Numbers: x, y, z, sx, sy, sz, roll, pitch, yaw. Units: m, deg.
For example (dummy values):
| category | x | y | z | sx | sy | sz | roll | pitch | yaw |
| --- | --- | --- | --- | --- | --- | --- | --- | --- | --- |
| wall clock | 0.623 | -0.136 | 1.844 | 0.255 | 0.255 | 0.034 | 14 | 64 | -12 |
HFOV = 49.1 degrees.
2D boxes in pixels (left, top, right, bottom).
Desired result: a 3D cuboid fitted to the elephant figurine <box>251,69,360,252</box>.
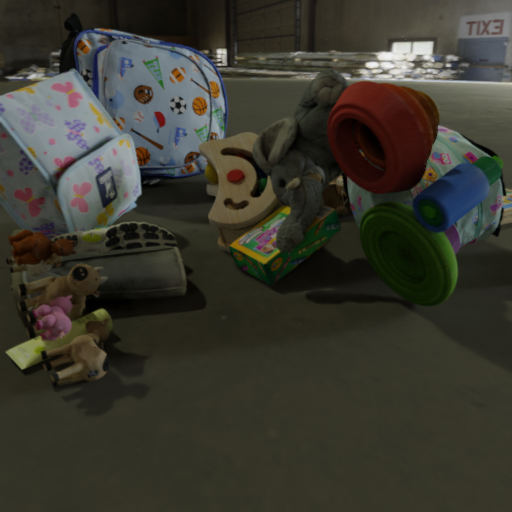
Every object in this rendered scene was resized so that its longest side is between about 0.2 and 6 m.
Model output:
| category | x | y | z | sx | sy | sz | roll | pitch | yaw |
| --- | --- | --- | --- | --- | --- | --- | --- | --- | --- |
| elephant figurine | 0.758 | -1.502 | 8.496 | 1.702 | 2.406 | 1.867 | 42 | 15 | 7 |

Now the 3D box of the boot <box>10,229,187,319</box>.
| category | x | y | z | sx | sy | sz | roll | pitch | yaw |
| --- | --- | --- | --- | --- | --- | --- | --- | --- | --- |
| boot | -2.267 | 0.090 | 8.032 | 2.236 | 0.811 | 2.033 | -14 | 39 | -16 |

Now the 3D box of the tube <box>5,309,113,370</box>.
| category | x | y | z | sx | sy | sz | roll | pitch | yaw |
| --- | --- | --- | --- | --- | --- | --- | --- | --- | --- |
| tube | -2.262 | 0.972 | 6.553 | 1.173 | 0.305 | 0.340 | -24 | -7 | -36 |

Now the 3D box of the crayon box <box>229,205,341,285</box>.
| category | x | y | z | sx | sy | sz | roll | pitch | yaw |
| --- | --- | --- | --- | --- | --- | --- | --- | --- | --- |
| crayon box | 0.451 | -0.278 | 8.695 | 1.521 | 0.443 | 0.904 | -37 | 38 | -21 |

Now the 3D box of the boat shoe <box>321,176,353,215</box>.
| category | x | y | z | sx | sy | sz | roll | pitch | yaw |
| --- | --- | --- | --- | --- | --- | --- | --- | --- | --- |
| boat shoe | 1.850 | -1.217 | 11.334 | 2.202 | 0.785 | 0.711 | -8 | 23 | -22 |

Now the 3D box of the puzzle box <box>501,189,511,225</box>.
| category | x | y | z | sx | sy | sz | roll | pitch | yaw |
| --- | --- | --- | --- | --- | --- | --- | --- | --- | --- |
| puzzle box | 4.545 | -1.031 | 11.503 | 2.407 | 0.306 | 1.602 | -12 | 24 | -27 |

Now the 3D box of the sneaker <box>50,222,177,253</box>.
| category | x | y | z | sx | sy | sz | roll | pitch | yaw |
| --- | --- | --- | --- | --- | --- | --- | --- | --- | --- |
| sneaker | -2.270 | -0.198 | 8.862 | 2.049 | 0.794 | 0.816 | -1 | 14 | -3 |

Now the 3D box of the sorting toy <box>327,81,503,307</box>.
| category | x | y | z | sx | sy | sz | roll | pitch | yaw |
| --- | --- | --- | --- | --- | --- | --- | --- | --- | --- |
| sorting toy | 2.122 | -0.886 | 7.120 | 1.253 | 3.052 | 1.834 | -33 | 24 | -21 |

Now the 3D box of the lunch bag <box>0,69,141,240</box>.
| category | x | y | z | sx | sy | sz | roll | pitch | yaw |
| --- | --- | --- | --- | --- | --- | --- | --- | --- | --- |
| lunch bag | -3.344 | -1.624 | 9.815 | 1.681 | 2.644 | 2.242 | -24 | 16 | 37 |

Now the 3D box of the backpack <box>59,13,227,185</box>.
| category | x | y | z | sx | sy | sz | roll | pitch | yaw |
| --- | --- | --- | --- | --- | --- | --- | --- | --- | --- |
| backpack | -2.516 | -3.444 | 13.235 | 3.730 | 3.916 | 3.017 | -6 | 19 | -36 |

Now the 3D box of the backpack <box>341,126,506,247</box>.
| category | x | y | z | sx | sy | sz | roll | pitch | yaw |
| --- | --- | --- | --- | --- | --- | --- | --- | --- | --- |
| backpack | 2.665 | -1.093 | 9.395 | 1.895 | 2.499 | 2.994 | -26 | 30 | -9 |

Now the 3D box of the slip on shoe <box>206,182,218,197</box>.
| category | x | y | z | sx | sy | sz | roll | pitch | yaw |
| --- | --- | --- | --- | --- | --- | --- | --- | --- | --- |
| slip on shoe | -0.054 | -2.001 | 13.179 | 2.839 | 0.860 | 1.079 | -20 | 29 | -41 |

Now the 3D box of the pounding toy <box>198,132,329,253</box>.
| category | x | y | z | sx | sy | sz | roll | pitch | yaw |
| --- | --- | --- | --- | --- | --- | --- | --- | --- | --- |
| pounding toy | -0.094 | -0.743 | 9.861 | 1.600 | 1.606 | 2.799 | -28 | 52 | -10 |

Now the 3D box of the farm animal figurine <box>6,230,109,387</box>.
| category | x | y | z | sx | sy | sz | roll | pitch | yaw |
| --- | --- | --- | --- | --- | --- | --- | --- | --- | --- |
| farm animal figurine | -2.162 | 0.550 | 6.459 | 0.926 | 1.776 | 1.757 | -15 | -2 | -29 |
